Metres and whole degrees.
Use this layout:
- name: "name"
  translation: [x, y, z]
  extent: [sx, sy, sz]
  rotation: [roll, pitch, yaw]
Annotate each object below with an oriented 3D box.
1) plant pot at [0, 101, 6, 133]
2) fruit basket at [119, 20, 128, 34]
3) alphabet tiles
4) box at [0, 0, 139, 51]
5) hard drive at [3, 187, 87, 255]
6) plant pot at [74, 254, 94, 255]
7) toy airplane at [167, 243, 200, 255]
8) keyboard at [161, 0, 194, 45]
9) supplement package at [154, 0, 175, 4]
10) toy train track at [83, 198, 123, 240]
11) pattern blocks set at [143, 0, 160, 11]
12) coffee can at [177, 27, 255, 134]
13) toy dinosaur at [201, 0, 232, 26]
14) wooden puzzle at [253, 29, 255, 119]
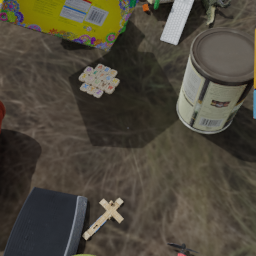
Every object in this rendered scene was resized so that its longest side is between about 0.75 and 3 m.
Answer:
- name: "plant pot"
  translation: [-4.474, 0.708, 6.966]
  extent: [2.698, 2.698, 2.624]
  rotation: [-9, 69, -5]
- name: "fruit basket"
  translation: [-1.562, -4.317, 10.245]
  extent: [2.766, 1.995, 2.766]
  rotation: [9, 49, -11]
- name: "alphabet tiles"
  translation: [-0.992, -1.647, 9.599]
  extent: [1.322, 0.096, 1.293]
  rotation: [26, 63, 14]
- name: "box"
  translation: [-1.703, -3.816, 7.113]
  extent: [2.910, 1.775, 2.803]
  rotation: [5, 48, -38]
- name: "hard drive"
  translation: [-2.073, 2.724, 6.826]
  extent: [1.698, 0.533, 2.517]
  rotation: [10, 61, 6]
- name: "plant pot"
  translation: [-0.823, 3.555, 5.362]
  extent: [1.880, 1.785, 1.880]
  rotation: [4, 73, -13]
- name: "toy airplane"
  translation: [1.012, 3.962, 6.134]
  extent: [2.760, 0.508, 2.760]
  rotation: [1, 61, -1]
- name: "keyboard"
  translation: [1.937, -4.312, 10.511]
  extent: [0.663, 0.126, 2.356]
  rotation: [21, 91, 15]
- name: "supplement package"
  translation: [1.945, -5.712, 11.123]
  extent: [1.836, 1.100, 1.113]
  rotation: [-9, 104, -5]
- name: "toy train track"
  translation: [-0.638, 2.328, 7.246]
  extent: [0.769, 0.218, 1.340]
  rotation: [39, 68, 20]
- name: "pattern blocks set"
  translation: [0.872, -5.452, 10.868]
  extent: [0.164, 1.779, 2.024]
  rotation: [-5, 53, -21]
- name: "coffee can"
  translation: [2.461, -1.226, 7.947]
  extent: [1.846, 2.522, 1.846]
  rotation: [0, 60, 0]
- name: "toy dinosaur"
  translation: [3.515, -5.070, 11.302]
  extent: [1.125, 0.606, 2.553]
  rotation: [-8, 60, 13]
- name: "wooden puzzle"
  translation: [3.295, -1.191, 6.058]
  extent: [0.515, 2.561, 2.768]
  rotation: [6, 11, 44]
